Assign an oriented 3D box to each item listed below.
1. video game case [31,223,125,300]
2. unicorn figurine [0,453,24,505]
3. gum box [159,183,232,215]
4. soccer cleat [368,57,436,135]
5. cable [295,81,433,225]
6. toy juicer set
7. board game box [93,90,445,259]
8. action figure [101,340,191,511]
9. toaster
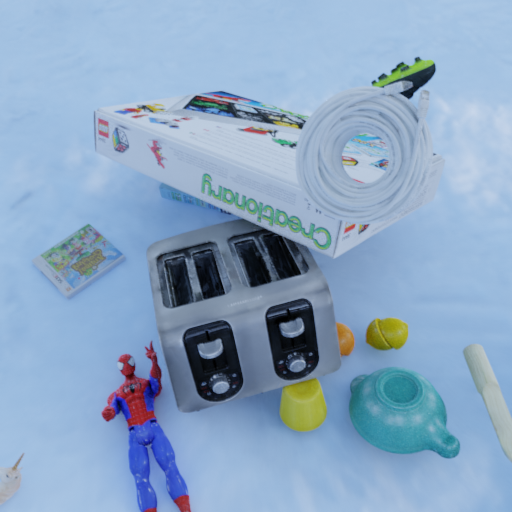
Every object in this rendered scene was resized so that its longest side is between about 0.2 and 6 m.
[{"bbox_3d":[-3.046,0.065,9.619,1.086,0.132,1.193,38,61,25],"label":"video game case"},{"bbox_3d":[-3.601,3.152,7.051,1.011,0.544,1.472,13,67,-3],"label":"unicorn figurine"},{"bbox_3d":[-0.933,-1.474,10.649,1.426,0.318,1.212,14,57,13],"label":"gum box"},{"bbox_3d":[2.313,-2.670,10.264,0.918,2.720,1.103,-40,101,-32],"label":"soccer cleat"},{"bbox_3d":[1.207,-1.126,6.325,1.517,1.517,0.525,1,9,21],"label":"cable"},{"bbox_3d":[2.056,1.830,7.858,3.185,0.867,2.026,9,42,19],"label":"toy juicer set"},{"bbox_3d":[0.125,-1.679,9.276,4.966,0.859,3.135,26,34,32],"label":"board game box"},{"bbox_3d":[-1.447,2.267,7.223,0.892,1.353,2.734,-17,52,-13],"label":"action figure"},{"bbox_3d":[-0.241,0.656,7.980,2.309,1.515,2.553,-13,36,-7],"label":"toaster"}]
